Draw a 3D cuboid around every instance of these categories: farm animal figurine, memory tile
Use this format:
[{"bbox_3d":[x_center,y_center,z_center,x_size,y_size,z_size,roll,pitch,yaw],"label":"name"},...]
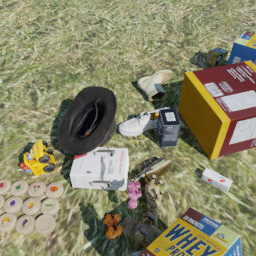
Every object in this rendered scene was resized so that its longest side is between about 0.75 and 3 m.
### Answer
[{"bbox_3d":[0.446,2.674,7.743,2.317,1.208,2.291,-28,64,-34],"label":"farm animal figurine"},{"bbox_3d":[-3.249,2.373,8.611,2.321,0.195,1.779,3,46,2],"label":"memory tile"}]

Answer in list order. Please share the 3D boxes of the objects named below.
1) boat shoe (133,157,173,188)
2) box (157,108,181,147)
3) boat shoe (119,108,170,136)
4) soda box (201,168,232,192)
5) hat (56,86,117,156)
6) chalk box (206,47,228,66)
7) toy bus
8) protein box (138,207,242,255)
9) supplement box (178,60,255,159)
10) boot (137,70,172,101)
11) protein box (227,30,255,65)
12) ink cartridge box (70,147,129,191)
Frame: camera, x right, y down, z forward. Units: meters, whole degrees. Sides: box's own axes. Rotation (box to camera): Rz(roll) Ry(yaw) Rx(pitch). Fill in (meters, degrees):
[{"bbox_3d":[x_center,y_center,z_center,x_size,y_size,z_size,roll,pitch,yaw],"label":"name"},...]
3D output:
[{"bbox_3d":[0.767,1.454,9.311,1.554,0.569,0.503,-23,41,-27],"label":"boat shoe"},{"bbox_3d":[1.459,0.002,10.224,0.626,1.169,0.868,-4,46,-4],"label":"box"},{"bbox_3d":[0.675,-0.317,10.818,2.183,0.762,0.774,-13,47,-12],"label":"boat shoe"},{"bbox_3d":[2.906,1.701,9.193,0.921,0.293,0.314,27,52,23],"label":"soda box"},{"bbox_3d":[-1.154,-0.133,9.767,2.810,1.134,2.810,-21,53,32],"label":"hat"},{"bbox_3d":[4.575,-3.654,14.158,1.010,0.630,0.626,-26,52,-24],"label":"chalk box"},{"bbox_3d":[-3.053,1.057,9.273,1.115,1.162,0.788,-18,49,-4],"label":"toy bus"},{"bbox_3d":[1.403,3.324,6.199,1.995,1.980,1.346,-32,31,-28],"label":"protein box"},{"bbox_3d":[3.855,-0.785,10.464,2.868,1.904,2.828,-12,47,-12],"label":"supplement box"},{"bbox_3d":[1.430,-1.882,12.444,1.717,0.619,1.328,-21,48,-12],"label":"boot"},{"bbox_3d":[5.661,-2.958,12.534,1.984,1.970,1.339,27,52,24],"label":"protein box"},{"bbox_3d":[-0.888,1.304,9.250,1.752,0.726,1.286,2,44,3],"label":"ink cartridge box"}]
